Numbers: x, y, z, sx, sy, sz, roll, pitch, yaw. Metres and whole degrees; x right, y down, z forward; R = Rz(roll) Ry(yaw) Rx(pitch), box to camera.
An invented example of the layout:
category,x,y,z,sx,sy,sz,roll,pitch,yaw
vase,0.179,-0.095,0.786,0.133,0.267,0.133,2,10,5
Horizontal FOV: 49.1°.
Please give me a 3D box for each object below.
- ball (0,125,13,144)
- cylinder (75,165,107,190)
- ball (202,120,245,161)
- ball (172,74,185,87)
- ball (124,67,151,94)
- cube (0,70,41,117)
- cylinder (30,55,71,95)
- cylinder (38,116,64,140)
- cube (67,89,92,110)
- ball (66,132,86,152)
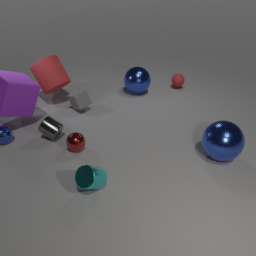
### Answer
category,x,y,z,sx,sy,sz,roll,pitch,yaw
ball,-4.738,0.254,10.590,0.700,0.700,0.700,0,31,0
cylinder,-1.089,1.463,8.289,0.700,0.700,0.700,20,-2,30
ball,3.239,0.437,9.570,1.400,1.400,1.400,0,31,0
ball,2.713,-2.591,15.155,0.700,0.700,0.700,0,31,0
ball,0.481,-2.471,14.513,1.400,1.400,1.400,0,31,0
cube,-4.610,-1.376,11.206,1.400,1.400,1.400,33,21,31
cylinder,-3.645,-2.511,13.251,1.400,1.400,1.400,-28,7,4
cylinder,-2.959,0.006,10.771,0.700,0.700,0.700,33,35,0
cube,-2.203,-1.306,12.777,0.700,0.700,0.700,-35,27,-28
ball,-1.891,0.504,10.167,0.700,0.700,0.700,0,31,0
